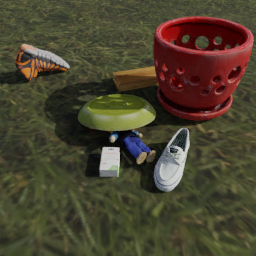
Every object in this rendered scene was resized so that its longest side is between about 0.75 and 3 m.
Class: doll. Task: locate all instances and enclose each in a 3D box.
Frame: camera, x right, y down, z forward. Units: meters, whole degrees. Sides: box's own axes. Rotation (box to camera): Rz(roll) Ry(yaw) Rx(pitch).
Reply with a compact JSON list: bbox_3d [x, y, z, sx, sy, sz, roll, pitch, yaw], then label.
[{"bbox_3d":[-0.014,0.355,8.218,1.226,0.436,1.797,-3,32,-38],"label":"doll"}]

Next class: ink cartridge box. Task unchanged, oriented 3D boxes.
[{"bbox_3d":[-0.489,0.923,7.699,0.506,0.291,0.864,1,40,2],"label":"ink cartridge box"}]

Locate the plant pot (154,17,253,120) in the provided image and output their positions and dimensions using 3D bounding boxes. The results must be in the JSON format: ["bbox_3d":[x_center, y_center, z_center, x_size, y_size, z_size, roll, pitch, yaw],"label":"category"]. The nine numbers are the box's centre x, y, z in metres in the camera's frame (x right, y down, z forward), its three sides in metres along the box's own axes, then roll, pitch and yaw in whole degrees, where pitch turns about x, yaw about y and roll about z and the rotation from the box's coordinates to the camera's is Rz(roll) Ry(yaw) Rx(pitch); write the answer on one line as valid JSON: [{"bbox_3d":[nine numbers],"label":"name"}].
[{"bbox_3d":[2.250,-1.890,9.222,2.932,2.670,2.932,1,39,0],"label":"plant pot"}]

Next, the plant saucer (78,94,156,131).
[{"bbox_3d":[-0.361,-0.615,9.005,2.520,0.392,2.520,-2,26,1],"label":"plant saucer"}]

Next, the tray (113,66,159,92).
[{"bbox_3d":[0.470,-2.006,11.187,1.980,0.367,0.976,-12,41,-13],"label":"tray"}]

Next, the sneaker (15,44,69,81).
[{"bbox_3d":[-3.548,-2.502,11.446,2.195,1.230,0.851,13,27,-42],"label":"sneaker"}]

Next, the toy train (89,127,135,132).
[{"bbox_3d":[-0.523,-0.146,8.846,1.790,0.498,1.345,12,7,28],"label":"toy train"}]

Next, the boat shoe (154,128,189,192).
[{"bbox_3d":[1.196,0.749,7.579,0.747,0.678,2.032,12,42,15],"label":"boat shoe"}]
